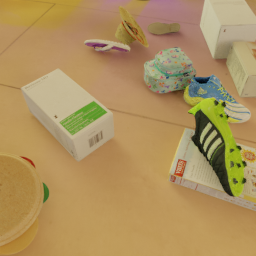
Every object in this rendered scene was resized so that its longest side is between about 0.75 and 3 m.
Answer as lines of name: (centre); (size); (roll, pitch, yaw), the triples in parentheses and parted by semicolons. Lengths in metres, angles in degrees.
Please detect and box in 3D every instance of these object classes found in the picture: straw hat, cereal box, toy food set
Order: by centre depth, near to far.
toy food set: (-3.472, 1.790, 7.290); (2.661, 0.647, 2.634); (12, 54, -8)
cereal box: (2.699, 1.151, 8.367); (2.633, 0.520, 1.894); (18, 52, 15)
straw hat: (-0.067, -4.316, 12.733); (0.939, 2.219, 2.219); (-33, 44, 25)

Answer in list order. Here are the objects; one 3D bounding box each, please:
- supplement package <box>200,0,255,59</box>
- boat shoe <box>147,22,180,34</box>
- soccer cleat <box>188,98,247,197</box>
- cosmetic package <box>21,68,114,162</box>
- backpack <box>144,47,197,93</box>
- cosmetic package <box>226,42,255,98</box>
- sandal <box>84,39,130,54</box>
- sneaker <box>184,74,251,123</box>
supplement package: (4.446, -4.620, 12.586); (1.656, 1.661, 2.832); (-1, 49, -1)
boat shoe: (1.749, -4.838, 13.692); (1.583, 0.575, 0.496); (0, 6, 7)
soccer cleat: (2.494, 0.549, 7.990); (0.981, 1.178, 2.906); (11, 61, -38)
cosmetic package: (-2.004, -0.512, 9.320); (1.608, 1.267, 2.988); (-37, 60, -25)
backpack: (1.544, -2.178, 10.775); (1.827, 1.375, 1.622); (-18, 51, -8)
cosmetic package: (4.694, -2.328, 10.987); (0.953, 1.130, 2.185); (-1, 50, 0)
sandal: (-0.952, -3.533, 12.390); (2.083, 0.847, 0.512); (8, 90, 6)
sneaker: (3.144, -1.066, 9.776); (2.454, 1.289, 0.929); (22, 52, 18)
